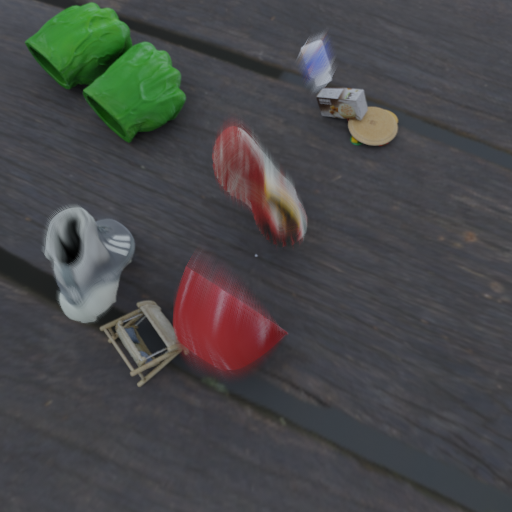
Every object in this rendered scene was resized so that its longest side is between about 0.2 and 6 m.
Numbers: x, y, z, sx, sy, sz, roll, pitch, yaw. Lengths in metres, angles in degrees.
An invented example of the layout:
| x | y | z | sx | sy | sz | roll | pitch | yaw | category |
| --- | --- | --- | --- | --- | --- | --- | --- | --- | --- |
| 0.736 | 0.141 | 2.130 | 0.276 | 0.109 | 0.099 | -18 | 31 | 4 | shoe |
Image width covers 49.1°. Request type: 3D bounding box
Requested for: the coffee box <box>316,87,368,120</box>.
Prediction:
| x | y | z | sx | sy | sz | roll | pitch | yaw | category |
| --- | --- | --- | --- | --- | --- | --- | --- | --- | --- |
| 1.936 | -3.445 | 12.630 | 1.016 | 0.581 | 0.405 | 17 | 60 | 33 | coffee box |

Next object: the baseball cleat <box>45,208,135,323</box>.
| x | y | z | sx | sy | sz | roll | pitch | yaw | category |
| --- | --- | --- | --- | --- | --- | --- | --- | --- | --- |
| -2.795 | -0.261 | 9.704 | 1.113 | 1.698 | 3.191 | -11 | 29 | -5 | baseball cleat |

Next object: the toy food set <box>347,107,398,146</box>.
| x | y | z | sx | sy | sz | roll | pitch | yaw | category |
| --- | --- | --- | --- | --- | --- | --- | --- | --- | --- |
| 2.629 | -2.943 | 12.717 | 1.140 | 0.280 | 1.151 | 9 | 63 | 5 | toy food set |

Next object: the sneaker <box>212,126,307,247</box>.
| x | y | z | sx | sy | sz | roll | pitch | yaw | category |
| --- | --- | --- | --- | --- | --- | --- | --- | --- | --- |
| 0.078 | -1.331 | 10.784 | 0.995 | 1.050 | 2.557 | -33 | 88 | 25 | sneaker |

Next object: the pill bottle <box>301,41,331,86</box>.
| x | y | z | sx | sy | sz | roll | pitch | yaw | category |
| --- | --- | --- | --- | --- | --- | --- | --- | --- | --- |
| 1.285 | -4.026 | 11.740 | 0.468 | 0.836 | 0.468 | -19 | 20 | 8 | pill bottle |

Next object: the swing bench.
| x | y | z | sx | sy | sz | roll | pitch | yaw | category |
| --- | --- | --- | --- | --- | --- | --- | --- | --- | --- |
| -1.980 | 1.511 | 10.080 | 1.129 | 0.733 | 1.123 | -34 | 67 | -17 | swing bench |

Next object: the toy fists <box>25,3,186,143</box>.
| x | y | z | sx | sy | sz | roll | pitch | yaw | category |
| --- | --- | --- | --- | --- | --- | --- | --- | --- | --- |
| -3.317 | -4.299 | 12.881 | 3.974 | 1.367 | 2.026 | 41 | 76 | 18 | toy fists |

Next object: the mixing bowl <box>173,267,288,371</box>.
| x | y | z | sx | sy | sz | roll | pitch | yaw | category |
| --- | --- | --- | --- | --- | --- | --- | --- | --- | --- |
| -0.635 | 1.204 | 9.564 | 2.091 | 2.091 | 1.133 | 32 | 84 | 16 | mixing bowl |
